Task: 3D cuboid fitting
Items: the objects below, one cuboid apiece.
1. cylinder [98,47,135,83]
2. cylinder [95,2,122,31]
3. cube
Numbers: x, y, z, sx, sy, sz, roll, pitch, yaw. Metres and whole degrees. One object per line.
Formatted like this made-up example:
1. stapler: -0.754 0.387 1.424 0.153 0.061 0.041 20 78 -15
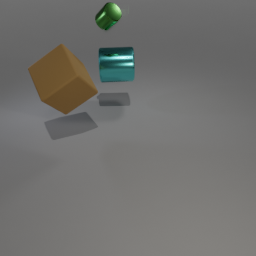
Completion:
1. cylinder: -0.466 -2.605 11.546 1.400 1.400 1.400 -2 30 -2
2. cylinder: -0.698 -3.919 9.865 0.700 0.700 0.700 -25 3 -36
3. cube: -2.081 -1.532 9.087 1.400 1.400 1.400 -33 66 9
